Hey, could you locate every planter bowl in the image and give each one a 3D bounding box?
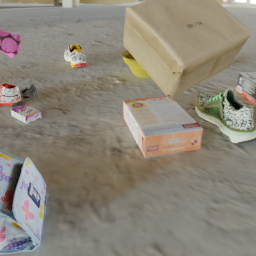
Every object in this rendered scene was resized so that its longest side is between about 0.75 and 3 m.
[{"bbox_3d":[0.890,-2.973,13.096,2.433,1.013,2.433,-1,29,0],"label":"planter bowl"}]

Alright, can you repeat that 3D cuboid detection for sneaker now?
[{"bbox_3d":[-2.779,-4.003,14.934,0.992,1.046,2.547,-13,30,-22],"label":"sneaker"},{"bbox_3d":[-4.633,-1.193,10.070,1.489,0.798,0.497,-2,29,-4],"label":"sneaker"},{"bbox_3d":[3.058,-0.714,8.690,1.112,1.282,2.893,-8,30,-15],"label":"sneaker"}]

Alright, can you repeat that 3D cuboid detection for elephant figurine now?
[{"bbox_3d":[-3.897,-1.318,10.720,0.794,0.616,0.562,-15,74,-6],"label":"elephant figurine"}]

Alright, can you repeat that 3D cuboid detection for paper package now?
[{"bbox_3d":[1.470,-2.394,7.496,2.509,1.298,2.392,-28,68,-23],"label":"paper package"}]

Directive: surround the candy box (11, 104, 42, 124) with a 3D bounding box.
[{"bbox_3d":[-3.390,-0.479,9.323,0.880,0.268,0.600,22,35,33],"label":"candy box"}]

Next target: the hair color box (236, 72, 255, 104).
[{"bbox_3d":[5.764,-1.629,10.855,2.584,0.826,1.433,-4,29,-10],"label":"hair color box"}]

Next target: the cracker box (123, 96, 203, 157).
[{"bbox_3d":[0.910,-0.147,8.269,1.618,0.697,2.415,-7,29,-12],"label":"cracker box"}]

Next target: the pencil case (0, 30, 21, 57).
[{"bbox_3d":[-3.457,-2.150,6.874,1.510,0.708,0.685,7,62,-35],"label":"pencil case"}]

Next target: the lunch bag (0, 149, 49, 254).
[{"bbox_3d":[-2.331,1.223,5.049,1.851,1.177,1.570,32,21,-22],"label":"lunch bag"}]
